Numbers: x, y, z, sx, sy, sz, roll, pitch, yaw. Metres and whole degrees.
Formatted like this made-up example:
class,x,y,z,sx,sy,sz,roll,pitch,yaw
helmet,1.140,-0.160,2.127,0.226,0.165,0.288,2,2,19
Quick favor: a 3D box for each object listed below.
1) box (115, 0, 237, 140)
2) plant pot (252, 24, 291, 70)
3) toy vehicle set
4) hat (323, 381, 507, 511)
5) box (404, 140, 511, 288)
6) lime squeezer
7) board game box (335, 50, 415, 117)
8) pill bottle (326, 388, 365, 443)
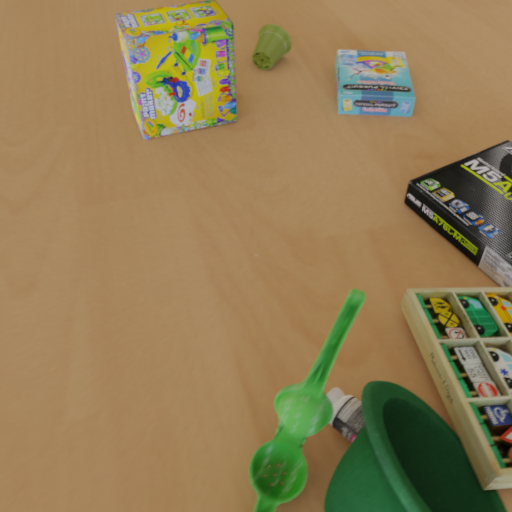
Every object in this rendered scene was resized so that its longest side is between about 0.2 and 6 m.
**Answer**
class,x,y,z,sx,sy,sz,roll,pitch,yaw
box,-1.533,-3.684,11.129,2.014,2.091,1.276,-14,47,-13
plant pot,0.288,-4.873,13.304,0.869,0.869,0.825,18,61,17
toy vehicle set,3.077,1.498,7.056,1.677,0.358,2.700,-1,44,-13
hat,1.029,2.842,5.940,2.627,2.313,2.176,27,28,-41
box,4.228,-0.768,9.316,2.458,0.605,2.545,-23,50,-18
lime squeezer,0.301,1.938,5.823,0.666,1.248,3.533,23,92,22
board game box,2.593,-3.879,12.459,1.563,0.486,2.070,3,46,3
pill bottle,1.168,1.968,6.724,0.791,0.461,0.461,34,54,30
